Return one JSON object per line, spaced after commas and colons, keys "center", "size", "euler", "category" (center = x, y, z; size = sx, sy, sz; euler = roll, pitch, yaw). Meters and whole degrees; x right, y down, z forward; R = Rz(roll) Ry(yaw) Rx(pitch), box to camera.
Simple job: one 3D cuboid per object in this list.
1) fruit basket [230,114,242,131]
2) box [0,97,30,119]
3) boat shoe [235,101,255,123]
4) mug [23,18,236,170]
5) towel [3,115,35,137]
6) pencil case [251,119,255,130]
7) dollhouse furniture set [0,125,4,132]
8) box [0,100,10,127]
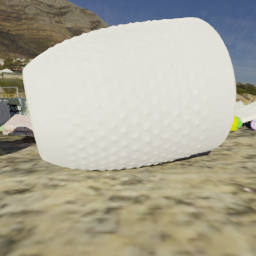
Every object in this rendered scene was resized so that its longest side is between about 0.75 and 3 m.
{"center": [2.853, -0.369, 8.923], "size": [1.597, 1.152, 1.597], "euler": [-10, -8, -1], "category": "fruit basket"}
{"center": [-4.649, -0.761, 11.816], "size": [2.535, 1.092, 2.076], "euler": [-1, 6, -5], "category": "box"}
{"center": [3.977, -0.588, 9.730], "size": [2.226, 0.763, 0.801], "euler": [-17, -1, 21], "category": "boat shoe"}
{"center": [-0.235, -0.539, 4.446], "size": [2.481, 2.090, 2.830], "euler": [-12, 24, -15], "category": "mug"}
{"center": [-2.270, -0.015, 7.534], "size": [1.754, 0.296, 1.836], "euler": [7, 10, -13], "category": "towel"}
{"center": [4.452, -0.135, 9.706], "size": [0.362, 0.356, 0.848], "euler": [28, 18, 20], "category": "pencil case"}
{"center": [-2.791, -0.388, 9.045], "size": [2.483, 0.958, 1.241], "euler": [-6, 8, -43], "category": "dollhouse furniture set"}
{"center": [-4.710, -0.489, 9.919], "size": [0.635, 0.972, 0.967], "euler": [-2, 6, 5], "category": "box"}
